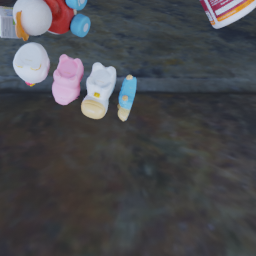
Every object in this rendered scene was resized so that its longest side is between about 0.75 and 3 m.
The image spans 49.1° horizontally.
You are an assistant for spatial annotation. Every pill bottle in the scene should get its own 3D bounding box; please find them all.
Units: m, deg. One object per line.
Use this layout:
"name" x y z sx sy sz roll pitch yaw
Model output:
"pill bottle" 2.160 -3.582 6.740 1.147 2.030 1.147 -31 17 11

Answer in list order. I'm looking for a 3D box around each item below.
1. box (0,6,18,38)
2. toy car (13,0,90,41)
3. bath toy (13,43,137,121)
"box" -3.673 -3.240 8.555 0.580 0.643 1.143 -7 39 -31
"toy car" -1.950 -2.481 6.246 1.543 1.480 1.674 27 63 12
"bath toy" -1.023 -0.834 5.378 2.337 0.864 1.016 20 77 0
